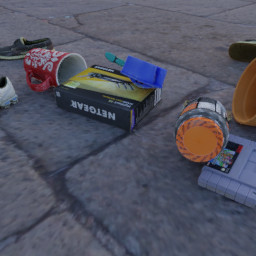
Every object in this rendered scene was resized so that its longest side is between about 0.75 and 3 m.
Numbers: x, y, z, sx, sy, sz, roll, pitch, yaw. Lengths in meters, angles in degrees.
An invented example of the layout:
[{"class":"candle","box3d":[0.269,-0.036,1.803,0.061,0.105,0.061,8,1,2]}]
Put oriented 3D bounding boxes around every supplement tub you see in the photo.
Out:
[{"class":"supplement tub","box3d":[1.741,-0.001,6.607,1.198,1.198,1.956,11,20,15]}]

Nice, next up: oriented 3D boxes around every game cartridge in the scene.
[{"class":"game cartridge","box3d":[2.572,0.863,6.524,1.287,0.381,1.985,24,41,26]}]

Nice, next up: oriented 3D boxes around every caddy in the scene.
[{"class":"caddy","box3d":[0.437,-1.573,8.270,1.034,0.768,1.462,7,19,-43]}]

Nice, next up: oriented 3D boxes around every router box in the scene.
[{"class":"router box","box3d":[-0.572,-1.092,8.939,2.759,0.720,2.169,18,39,23]}]

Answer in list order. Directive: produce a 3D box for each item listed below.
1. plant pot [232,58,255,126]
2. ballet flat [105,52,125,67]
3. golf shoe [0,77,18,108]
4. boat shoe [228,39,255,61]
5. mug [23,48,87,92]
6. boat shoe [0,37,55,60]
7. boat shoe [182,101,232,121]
[{"class":"plant pot","box3d":[4.071,-0.898,7.859,1.389,1.984,1.984,16,35,-7]},{"class":"ballet flat","box3d":[-0.467,-2.482,10.253,0.867,0.292,0.305,28,0,1]},{"class":"golf shoe","box3d":[-4.222,-0.837,8.384,0.799,0.993,2.042,12,39,13]},{"class":"boat shoe","box3d":[5.803,-3.237,11.690,2.953,1.081,0.957,20,45,26]},{"class":"mug","box3d":[-2.780,-2.093,9.775,2.057,1.372,1.826,22,22,33]},{"class":"boat shoe","box3d":[-4.598,-3.575,12.346,2.624,0.862,0.938,-4,35,-5]},{"class":"boat shoe","box3d":[2.356,-0.515,8.343,1.470,0.488,0.544,6,36,9]}]
